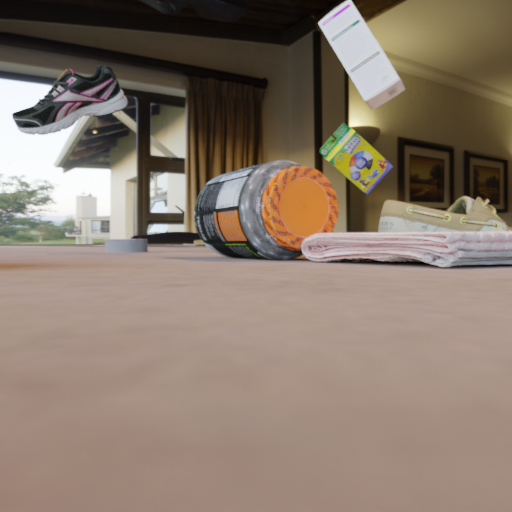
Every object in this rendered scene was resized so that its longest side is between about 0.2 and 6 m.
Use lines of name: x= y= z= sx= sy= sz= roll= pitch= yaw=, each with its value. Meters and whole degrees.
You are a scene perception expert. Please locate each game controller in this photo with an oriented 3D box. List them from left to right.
game controller: x=-1.226 y=-3.634 z=7.361 sx=1.436 sy=0.579 sz=2.752 roll=-9 pitch=36 yaw=-30

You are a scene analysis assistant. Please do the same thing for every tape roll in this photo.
tape roll: x=-2.880 y=-0.224 z=12.437 sx=0.927 sy=0.306 sz=0.927 roll=1 pitch=2 yaw=0

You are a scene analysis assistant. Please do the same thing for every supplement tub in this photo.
supplement tub: x=0.090 y=-0.540 z=6.977 sx=1.181 sy=1.181 sz=1.928 roll=-1 pitch=2 yaw=-29

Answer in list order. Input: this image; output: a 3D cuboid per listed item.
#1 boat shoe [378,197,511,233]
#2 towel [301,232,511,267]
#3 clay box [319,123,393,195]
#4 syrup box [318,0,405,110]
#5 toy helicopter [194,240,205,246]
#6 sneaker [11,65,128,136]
boat shoe: x=2.961 y=-0.404 z=7.892 sx=2.611 sy=0.867 sz=0.966 roll=0 pitch=1 yaw=-16
towel: x=1.893 y=-0.083 z=5.671 sx=2.161 sy=0.348 sz=2.064 roll=-1 pitch=2 yaw=-29
clay box: x=2.027 y=-1.970 z=11.411 sx=1.384 sy=0.795 sz=0.329 roll=34 pitch=15 yaw=-27
syrup box: x=1.215 y=-2.310 z=6.466 sx=0.463 sy=1.136 sz=0.447 roll=-30 pitch=-11 yaw=19
toy helicopter: x=-1.277 y=-0.490 z=17.787 sx=1.669 sy=0.658 sz=1.104 roll=-7 pitch=-2 yaw=40
sneaker: x=-3.626 y=-3.053 z=10.690 sx=2.176 sy=0.940 sz=0.874 roll=-28 pitch=40 yaw=-23
